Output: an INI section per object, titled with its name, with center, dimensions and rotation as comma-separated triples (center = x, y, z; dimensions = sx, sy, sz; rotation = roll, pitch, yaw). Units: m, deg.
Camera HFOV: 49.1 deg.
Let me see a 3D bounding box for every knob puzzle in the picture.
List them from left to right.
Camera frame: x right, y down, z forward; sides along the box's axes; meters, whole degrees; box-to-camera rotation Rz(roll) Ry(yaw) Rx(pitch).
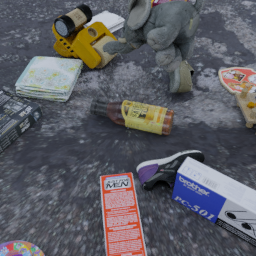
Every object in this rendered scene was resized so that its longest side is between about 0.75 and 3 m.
[knob puzzle]
center = 4.694, -2.020, 11.467
dimensions = 2.260, 0.313, 2.260
rotation = 0, 46, 0

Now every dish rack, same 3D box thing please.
[dish rack]
center = -1.275, -5.624, 14.861
dimensions = 1.751, 0.444, 2.040
rotation = 32, 53, 28

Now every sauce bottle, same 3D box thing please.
[sauce bottle]
center = 0.104, -0.454, 9.552
dimensions = 2.852, 0.942, 0.942
rotation = 11, 47, 10

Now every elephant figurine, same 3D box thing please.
[elephant figurine]
center = 0.616, -3.145, 8.654
dimensions = 2.222, 2.027, 2.864
rotation = -37, 53, -17

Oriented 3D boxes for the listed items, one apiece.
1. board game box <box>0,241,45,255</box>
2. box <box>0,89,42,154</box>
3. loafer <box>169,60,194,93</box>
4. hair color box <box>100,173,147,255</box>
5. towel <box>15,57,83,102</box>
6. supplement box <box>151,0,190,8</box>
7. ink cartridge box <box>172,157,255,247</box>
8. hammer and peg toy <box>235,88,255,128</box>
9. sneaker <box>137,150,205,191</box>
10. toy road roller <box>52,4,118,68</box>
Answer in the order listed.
[board game box]
center = -2.768, 3.370, 6.252
dimensions = 1.464, 0.361, 1.853
rotation = 3, 46, 3
[box]
center = -4.473, -0.224, 9.585
dimensions = 1.924, 0.523, 2.401
rotation = 21, 50, 19
[loafer]
center = 2.186, -2.225, 11.382
dimensions = 0.863, 0.931, 2.477
rotation = 15, 49, -5
[hair color box]
center = -0.111, 2.531, 6.285
dimensions = 0.849, 1.473, 2.656
rotation = -5, 46, -5
[towel]
center = -3.131, -2.054, 11.338
dimensions = 2.118, 0.596, 2.475
rotation = 7, 46, 3
[supplement box]
center = 2.298, -6.633, 15.524
dimensions = 1.974, 0.845, 1.089
rotation = 14, 48, 13
[ink cartridge box]
center = 2.530, 1.938, 6.945
dimensions = 2.854, 1.342, 0.631
rotation = 27, 52, 24
[hammer and peg toy]
center = 5.086, -0.751, 9.937
dimensions = 2.214, 0.781, 1.628
rotation = -1, 45, -1
[sneaker]
center = 1.317, 1.303, 8.045
dimensions = 2.009, 0.761, 0.880
rotation = -16, 50, -2
[toy road roller]
center = -2.053, -3.792, 12.495
dimensions = 2.878, 2.101, 1.768
rotation = 46, 52, -9
